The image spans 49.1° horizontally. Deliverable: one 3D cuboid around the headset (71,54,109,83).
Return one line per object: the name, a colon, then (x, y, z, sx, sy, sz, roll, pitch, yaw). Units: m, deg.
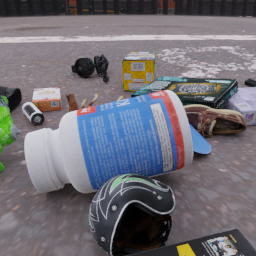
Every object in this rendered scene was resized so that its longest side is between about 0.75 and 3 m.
headset: (-1.577, -2.677, 12.866, 1.612, 1.227, 2.611, -18, 16, -27)

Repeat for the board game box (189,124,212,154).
board game box: (1.469, 0.262, 7.145, 1.102, 0.272, 1.395, 1, 40, -43)

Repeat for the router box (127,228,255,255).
router box: (0.981, 2.292, 2.848, 1.894, 0.629, 2.409, -7, 28, -14)

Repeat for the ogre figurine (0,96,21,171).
ogre figurine: (-3.378, 0.323, 6.195, 1.428, 1.169, 2.382, 29, 45, 28)

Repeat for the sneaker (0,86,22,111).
sneaker: (-4.486, -0.885, 9.154, 1.389, 0.800, 2.663, 2, 22, 5)

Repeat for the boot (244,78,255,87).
boot: (5.434, -1.831, 11.561, 0.785, 0.313, 0.953, -10, 24, -24)

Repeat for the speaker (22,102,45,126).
speaker: (-2.928, -0.447, 8.622, 0.420, 0.420, 1.035, -16, 31, -29)

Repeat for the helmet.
helmet: (0.021, 1.301, 4.269, 1.211, 1.271, 1.271, 6, 26, -5)

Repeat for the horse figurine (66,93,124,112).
horse figurine: (-0.636, -0.367, 8.082, 2.440, 0.609, 1.617, 7, 43, -4)

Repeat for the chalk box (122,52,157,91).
chalk box: (0.531, -2.429, 11.645, 1.290, 1.284, 2.074, 3, 26, 8)

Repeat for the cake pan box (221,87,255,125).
cake pan box: (4.133, -0.761, 9.099, 1.985, 0.564, 2.155, -5, 27, -5)

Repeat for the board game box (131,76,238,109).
board game box: (1.885, -1.207, 9.483, 2.993, 0.421, 2.025, 11, 33, 37)

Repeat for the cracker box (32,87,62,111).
cracker box: (-2.819, -1.018, 9.778, 0.914, 0.394, 1.364, -6, 27, -13)

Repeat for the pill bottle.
pill bottle: (-0.376, 0.334, 5.503, 2.927, 1.643, 1.643, -13, 28, -5)

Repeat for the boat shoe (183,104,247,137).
boat shoe: (2.191, -0.141, 7.695, 2.084, 0.752, 0.750, 6, 27, 1)
